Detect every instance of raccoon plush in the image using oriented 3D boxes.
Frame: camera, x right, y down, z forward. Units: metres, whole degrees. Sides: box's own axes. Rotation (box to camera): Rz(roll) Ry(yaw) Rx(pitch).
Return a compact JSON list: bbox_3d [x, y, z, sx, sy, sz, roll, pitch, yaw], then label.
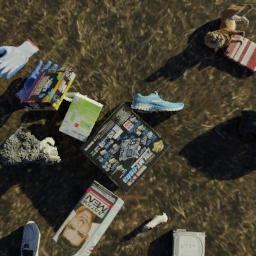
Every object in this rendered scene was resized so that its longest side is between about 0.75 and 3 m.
[{"bbox_3d":[-3.989,1.280,10.418,2.906,1.406,1.947,-44,106,-12],"label":"raccoon plush"}]

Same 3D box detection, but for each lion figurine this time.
[{"bbox_3d":[4.231,-4.323,11.824,1.497,0.886,2.444,15,68,22],"label":"lion figurine"}]

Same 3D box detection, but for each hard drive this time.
[{"bbox_3d":[2.316,4.916,10.882,1.261,0.341,1.805,4,84,1],"label":"hard drive"}]

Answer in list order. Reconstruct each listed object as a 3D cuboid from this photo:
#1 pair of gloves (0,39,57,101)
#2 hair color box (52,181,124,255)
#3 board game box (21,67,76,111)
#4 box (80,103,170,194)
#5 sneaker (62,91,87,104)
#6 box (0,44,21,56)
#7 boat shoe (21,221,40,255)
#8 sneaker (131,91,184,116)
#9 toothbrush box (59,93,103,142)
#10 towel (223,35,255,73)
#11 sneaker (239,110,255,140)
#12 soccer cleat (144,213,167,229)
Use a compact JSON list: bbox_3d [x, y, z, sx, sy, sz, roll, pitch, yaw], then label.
[{"bbox_3d":[-4.171,-2.344,11.394,2.709,0.309,2.178,46,72,-9],"label":"pair of gloves"},{"bbox_3d":[-1.348,3.203,9.741,1.185,0.726,2.394,29,74,27],"label":"hair color box"},{"bbox_3d":[-3.007,-1.504,10.634,1.484,0.509,1.795,2,55,27],"label":"board game box"},{"bbox_3d":[-0.120,0.776,11.009,2.546,0.637,2.565,42,83,5],"label":"box"},{"bbox_3d":[-2.353,-1.277,11.590,1.405,0.519,0.557,17,74,-4],"label":"sneaker"},{"bbox_3d":[-4.926,-3.260,11.795,0.998,0.500,0.374,4,83,-1],"label":"box"},{"bbox_3d":[-3.781,4.558,10.767,0.626,0.639,1.793,-3,83,0],"label":"boat shoe"},{"bbox_3d":[1.225,-1.060,11.371,2.148,0.842,0.966,6,80,0],"label":"sneaker"},{"bbox_3d":[-1.849,-0.415,11.090,1.140,0.674,1.566,26,101,-7],"label":"toothbrush box"},{"bbox_3d":[5.023,-3.195,11.954,1.615,0.184,1.163,30,82,2],"label":"towel"},{"bbox_3d":[5.792,0.182,11.227,2.814,1.069,1.277,17,93,9],"label":"sneaker"},{"bbox_3d":[1.068,3.669,11.054,0.979,0.339,0.380,-19,79,-9],"label":"soccer cleat"}]
